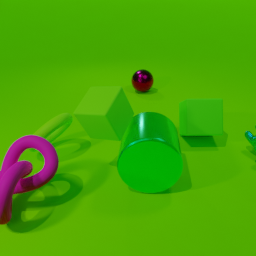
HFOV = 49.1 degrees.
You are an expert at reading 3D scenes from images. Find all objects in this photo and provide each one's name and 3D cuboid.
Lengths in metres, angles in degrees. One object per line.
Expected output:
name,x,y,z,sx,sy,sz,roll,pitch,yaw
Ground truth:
cube,1.826,-0.256,7.111,0.888,0.888,0.888,-1,-1,-1
ring,-1.781,0.099,6.435,0.248,1.240,1.240,49,39,1
knot shape,-2.080,0.873,4.958,1.470,0.726,1.571,-10,40,37
cow figurine,3.142,0.413,6.389,1.047,0.575,1.030,23,35,-45
cube,-0.445,-0.286,5.461,0.752,0.752,0.752,4,51,30
ball,0.536,-1.745,10.351,0.834,0.834,0.834,0,27,0
cylinder,0.440,0.458,5.662,1.222,1.222,1.222,2,27,4
